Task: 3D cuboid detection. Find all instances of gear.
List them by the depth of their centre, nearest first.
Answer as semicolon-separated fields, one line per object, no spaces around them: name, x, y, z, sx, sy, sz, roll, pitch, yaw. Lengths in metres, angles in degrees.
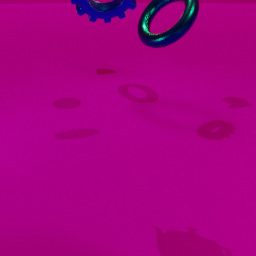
gear;-0.372;-2.230;4.634;1.147;1.147;0.212;-6;69;-12

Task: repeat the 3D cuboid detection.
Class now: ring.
ring;1.129;-3.233;8.188;1.997;1.997;0.399;28;-2;44
